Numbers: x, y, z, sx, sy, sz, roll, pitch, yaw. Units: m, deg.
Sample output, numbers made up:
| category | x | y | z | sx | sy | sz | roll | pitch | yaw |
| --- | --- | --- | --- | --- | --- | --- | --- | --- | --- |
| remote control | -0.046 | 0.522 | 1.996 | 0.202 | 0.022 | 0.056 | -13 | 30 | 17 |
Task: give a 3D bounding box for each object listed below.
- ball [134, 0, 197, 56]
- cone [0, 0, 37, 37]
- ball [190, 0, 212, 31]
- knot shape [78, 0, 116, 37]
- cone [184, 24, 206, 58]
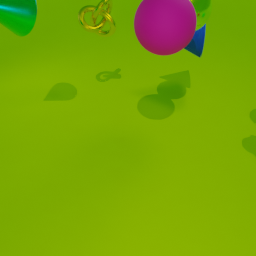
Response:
| category | x | y | z | sx | sy | sz | roll | pitch | yaw |
| --- | --- | --- | --- | --- | --- | --- | --- | --- | --- |
| ball | 0.770 | -2.184 | 5.861 | 1.297 | 1.297 | 1.297 | 0 | 41 | 0 |
| cone | -2.870 | -2.681 | 6.141 | 1.195 | 1.195 | 1.200 | 27 | 25 | 28 |
| ball | 1.432 | -2.852 | 6.684 | 1.108 | 1.108 | 1.108 | 0 | 41 | 0 |
| knot shape | -0.812 | -3.190 | 8.342 | 1.190 | 1.114 | 0.550 | -35 | 47 | -1 |
| cone | 1.691 | -2.856 | 8.741 | 1.239 | 1.235 | 1.235 | 4 | 41 | 7 |
